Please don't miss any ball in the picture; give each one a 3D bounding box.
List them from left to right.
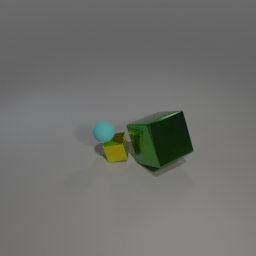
[{"bbox_3d":[-0.787,0.123,9.109,0.700,0.700,0.700,0,33,0],"label":"ball"}]

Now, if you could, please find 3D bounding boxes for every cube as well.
[{"bbox_3d":[-0.390,0.653,9.607,0.700,0.700,0.700,-9,32,11],"label":"cube"},{"bbox_3d":[1.018,0.323,9.088,1.400,1.400,1.400,-22,11,-26],"label":"cube"}]
